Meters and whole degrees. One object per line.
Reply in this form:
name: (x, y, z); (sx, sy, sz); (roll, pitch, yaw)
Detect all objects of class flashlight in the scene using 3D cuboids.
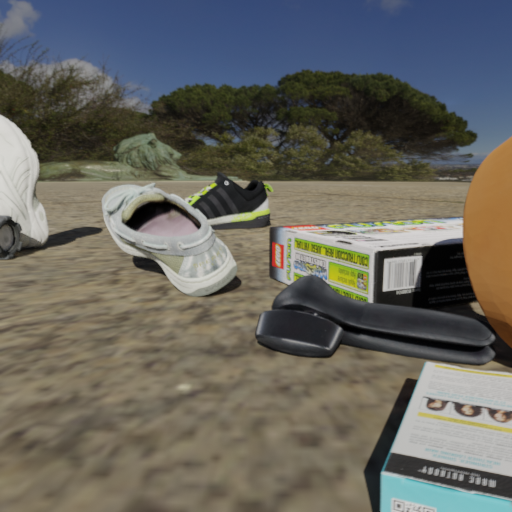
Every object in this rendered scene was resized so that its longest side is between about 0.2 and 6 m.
flashlight: (-4.568, -0.296, 8.422); (1.993, 0.677, 0.675); (3, 10, 13)

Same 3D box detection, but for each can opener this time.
can opener: (0.866, 0.549, 4.168); (1.708, 0.671, 0.541); (6, -28, 19)

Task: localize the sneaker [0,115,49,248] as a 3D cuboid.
sneaker: (-3.992, -1.057, 8.725); (0.862, 2.213, 1.100); (5, 21, 36)

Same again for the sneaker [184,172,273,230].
sneaker: (-1.007, -1.203, 12.185); (2.973, 1.231, 1.066); (-6, 11, -31)

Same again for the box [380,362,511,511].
box: (0.932, 0.849, 2.498); (0.525, 0.314, 1.276); (4, 10, 24)

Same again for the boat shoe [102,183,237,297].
boat shoe: (-1.157, -0.406, 6.627); (0.934, 0.813, 2.534); (-32, 40, -19)

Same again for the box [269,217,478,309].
box: (2.300, -0.029, 6.763); (3.797, 0.659, 2.090); (-4, 10, -25)

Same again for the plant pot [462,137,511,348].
plant pot: (2.439, -0.142, 3.303); (2.394, 2.394, 1.676); (-5, -7, -28)
